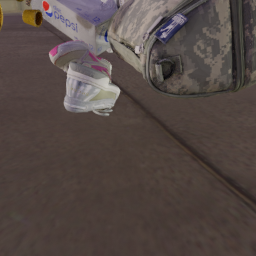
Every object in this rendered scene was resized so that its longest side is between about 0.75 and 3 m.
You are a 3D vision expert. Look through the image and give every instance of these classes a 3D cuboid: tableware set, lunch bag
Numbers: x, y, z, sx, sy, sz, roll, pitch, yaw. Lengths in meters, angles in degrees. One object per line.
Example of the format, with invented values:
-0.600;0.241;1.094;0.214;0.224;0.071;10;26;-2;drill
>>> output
-2.217;-2.400;5.051;0.386;1.693;2.513;13;10;6;tableware set
0.857;-1.470;4.431;2.062;1.713;2.459;-20;30;-8;lunch bag

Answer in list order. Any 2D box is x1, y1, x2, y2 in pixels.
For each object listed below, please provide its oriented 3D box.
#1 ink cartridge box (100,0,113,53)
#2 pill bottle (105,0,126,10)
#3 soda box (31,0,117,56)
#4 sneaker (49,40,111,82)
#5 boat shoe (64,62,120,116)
-0.449;-3.577;9.039;1.346;1.844;0.775;44;36;9;ink cartridge box
0.642;-3.149;6.769;1.557;1.557;2.736;-23;7;-37;pill bottle
-1.409;-2.960;7.098;2.617;0.893;0.830;38;60;21;soda box
-0.781;-1.088;5.321;0.643;0.697;1.581;-30;-25;28;sneaker
-0.399;-0.346;3.057;0.503;0.437;1.364;21;1;0;boat shoe
